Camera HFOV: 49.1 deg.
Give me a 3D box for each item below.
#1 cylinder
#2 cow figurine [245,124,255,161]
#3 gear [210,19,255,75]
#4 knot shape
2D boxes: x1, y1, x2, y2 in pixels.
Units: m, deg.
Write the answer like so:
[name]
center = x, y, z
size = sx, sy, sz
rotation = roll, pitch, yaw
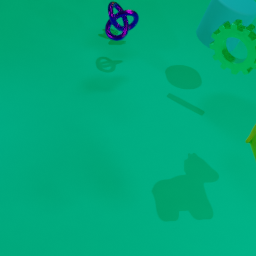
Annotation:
[cylinder]
center = 2.536, -2.776, 7.258
size = 1.158, 1.158, 1.158
rotation = 8, 52, -11
[cow figurine]
center = 2.185, -0.101, 3.163
size = 1.723, 0.946, 1.696
rotation = -6, 68, 7
[gear]
center = 2.385, -1.749, 6.158
size = 1.206, 1.206, 0.223
rotation = 34, 63, 30
[knot shape]
center = -0.267, -3.219, 8.248
size = 1.099, 1.028, 0.508
rotation = -38, 30, -9
